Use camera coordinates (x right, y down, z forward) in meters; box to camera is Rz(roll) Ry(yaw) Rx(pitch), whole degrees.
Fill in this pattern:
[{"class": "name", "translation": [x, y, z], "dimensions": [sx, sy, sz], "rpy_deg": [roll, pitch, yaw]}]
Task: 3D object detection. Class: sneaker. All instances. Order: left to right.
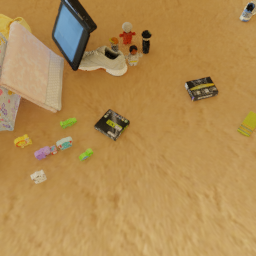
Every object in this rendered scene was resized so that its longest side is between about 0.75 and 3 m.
[{"class": "sneaker", "translation": [-1.026, -2.467, 9.555], "dimensions": [2.060, 0.948, 0.780], "rpy_deg": [10, 60, 7]}, {"class": "sneaker", "translation": [4.945, -4.793, 11.205], "dimensions": [0.482, 0.533, 1.250], "rpy_deg": [28, 62, 16]}]

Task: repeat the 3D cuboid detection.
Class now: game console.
[{"class": "game console", "translation": [-2.248, -3.581, 8.971], "dimensions": [1.549, 2.341, 2.662], "rpy_deg": [-40, 53, 5]}]

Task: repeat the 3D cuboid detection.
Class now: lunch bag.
[{"class": "lunch bag", "translation": [-4.155, -1.439, 7.982], "dimensions": [1.634, 2.570, 2.179], "rpy_deg": [0, 60, -1]}]

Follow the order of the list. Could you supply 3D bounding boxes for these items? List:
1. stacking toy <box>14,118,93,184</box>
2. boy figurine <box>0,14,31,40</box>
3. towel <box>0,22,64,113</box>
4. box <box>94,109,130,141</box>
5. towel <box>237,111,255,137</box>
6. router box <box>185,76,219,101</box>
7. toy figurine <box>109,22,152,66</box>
[{"class": "stacking toy", "translation": [-2.115, 0.555, 8.030], "dimensions": [1.897, 0.446, 1.430], "rpy_deg": [-26, 62, -15]}, {"class": "boy figurine", "translation": [-4.896, -3.719, 10.419], "dimensions": [2.499, 0.805, 1.554], "rpy_deg": [9, 56, 8]}, {"class": "towel", "translation": [-2.791, -1.786, 8.535], "dimensions": [0.351, 2.077, 2.175], "rpy_deg": [-18, 60, 29]}, {"class": "box", "translation": [-0.483, -0.102, 8.569], "dimensions": [0.813, 0.193, 0.785], "rpy_deg": [32, 61, 18]}, {"class": "towel", "translation": [3.750, -0.127, 8.645], "dimensions": [0.390, 0.082, 0.906], "rpy_deg": [35, 65, 17]}, {"class": "router box", "translation": [2.430, -1.301, 9.266], "dimensions": [0.890, 0.232, 0.700], "rpy_deg": [-13, 60, -8]}, {"class": "toy figurine", "translation": [0.085, -2.981, 9.894], "dimensions": [1.294, 0.900, 1.274], "rpy_deg": [32, 64, 17]}]
